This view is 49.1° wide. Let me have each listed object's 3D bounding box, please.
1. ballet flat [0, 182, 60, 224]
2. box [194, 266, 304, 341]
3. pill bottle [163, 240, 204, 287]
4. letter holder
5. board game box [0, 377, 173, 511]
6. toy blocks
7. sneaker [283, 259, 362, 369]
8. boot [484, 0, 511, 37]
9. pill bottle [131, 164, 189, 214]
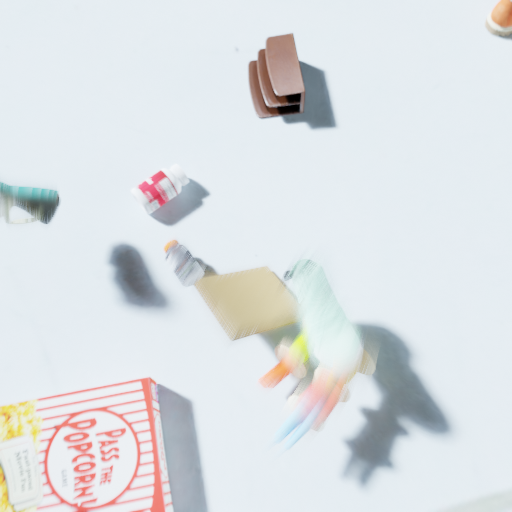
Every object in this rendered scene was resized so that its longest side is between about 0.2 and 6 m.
[{"bbox_3d":[-3.680,-0.809,8.227,0.646,1.899,0.649,11,90,32],"label":"ballet flat"},{"bbox_3d":[-0.086,0.694,8.814,1.459,0.155,1.193,-10,48,-37],"label":"box"},{"bbox_3d":[-1.229,0.097,9.257,0.409,0.409,0.771,-32,68,-11],"label":"pill bottle"},{"bbox_3d":[0.333,-3.404,10.639,0.970,0.686,1.364,-8,70,-1],"label":"letter holder"},{"bbox_3d":[-2.689,3.048,8.234,2.656,0.615,2.012,-11,70,-4],"label":"board game box"},{"bbox_3d":[0.635,1.881,8.216,1.766,0.641,1.472,-40,40,-26],"label":"toy blocks"},{"bbox_3d":[0.888,0.749,7.845,0.640,1.025,1.739,-24,35,-3],"label":"sneaker"},{"bbox_3d":[5.601,-5.163,11.116,1.953,1.047,0.733,-27,70,-11],"label":"boot"},{"bbox_3d":[-1.683,-1.199,9.882,0.947,0.532,0.532,-37,74,-13],"label":"pill bottle"}]
